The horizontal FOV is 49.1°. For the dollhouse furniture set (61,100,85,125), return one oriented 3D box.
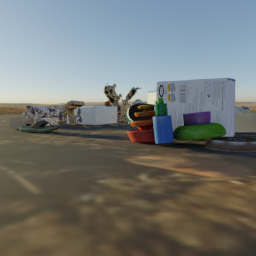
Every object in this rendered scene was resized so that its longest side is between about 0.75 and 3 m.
[{"bbox_3d":[-2.461,-0.668,12.693,1.022,0.833,0.972,-19,-12,35],"label":"dollhouse furniture set"}]

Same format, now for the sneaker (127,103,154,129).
[{"bbox_3d":[1.018,-0.340,9.838,2.303,0.963,1.391,9,-2,-9],"label":"sneaker"}]

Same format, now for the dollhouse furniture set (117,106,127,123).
[{"bbox_3d":[-1.023,-0.844,16.980,1.897,0.988,1.917,2,4,33],"label":"dollhouse furniture set"}]

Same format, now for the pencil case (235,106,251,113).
[{"bbox_3d":[5.181,-0.656,13.786,2.387,0.929,1.068,-4,45,-42],"label":"pencil case"}]

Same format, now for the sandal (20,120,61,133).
[{"bbox_3d":[-2.959,-0.068,9.385,1.426,0.407,0.566,1,4,10],"label":"sandal"}]

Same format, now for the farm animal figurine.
[{"bbox_3d":[-0.309,-1.550,16.625,2.440,1.971,1.227,11,28,11],"label":"farm animal figurine"}]

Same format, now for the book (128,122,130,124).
[{"bbox_3d":[0.482,-0.242,14.213,0.795,0.191,0.531,6,9,39],"label":"book"}]

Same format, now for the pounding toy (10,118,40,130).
[{"bbox_3d":[-3.626,-0.143,10.257,0.973,0.445,0.855,2,4,24],"label":"pounding toy"}]

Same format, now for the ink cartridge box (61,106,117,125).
[{"bbox_3d":[-2.076,-0.666,14.527,2.761,0.937,1.590,3,5,40],"label":"ink cartridge box"}]

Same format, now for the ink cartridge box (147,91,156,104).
[{"bbox_3d":[2.021,-0.763,11.515,2.050,1.497,1.504,-1,5,-24],"label":"ink cartridge box"}]

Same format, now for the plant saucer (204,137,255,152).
[{"bbox_3d":[2.103,0.299,5.467,1.185,0.190,1.185,0,5,0],"label":"plant saucer"}]

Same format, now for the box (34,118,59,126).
[{"bbox_3d":[-3.830,-0.291,13.163,0.357,0.382,1.845,0,5,14],"label":"box"}]

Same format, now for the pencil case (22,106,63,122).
[{"bbox_3d":[-4.933,-0.850,16.828,1.153,1.003,2.578,26,17,29],"label":"pencil case"}]

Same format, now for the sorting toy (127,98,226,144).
[{"bbox_3d":[0.914,-0.191,6.007,2.191,0.899,1.316,-5,2,27],"label":"sorting toy"}]

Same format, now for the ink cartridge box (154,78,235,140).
[{"bbox_3d":[1.573,-0.496,7.324,2.217,1.513,0.846,2,4,32],"label":"ink cartridge box"}]

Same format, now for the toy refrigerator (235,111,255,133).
[{"bbox_3d":[3.300,-0.222,9.389,2.042,0.714,0.775,0,3,-5],"label":"toy refrigerator"}]
